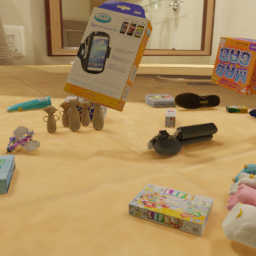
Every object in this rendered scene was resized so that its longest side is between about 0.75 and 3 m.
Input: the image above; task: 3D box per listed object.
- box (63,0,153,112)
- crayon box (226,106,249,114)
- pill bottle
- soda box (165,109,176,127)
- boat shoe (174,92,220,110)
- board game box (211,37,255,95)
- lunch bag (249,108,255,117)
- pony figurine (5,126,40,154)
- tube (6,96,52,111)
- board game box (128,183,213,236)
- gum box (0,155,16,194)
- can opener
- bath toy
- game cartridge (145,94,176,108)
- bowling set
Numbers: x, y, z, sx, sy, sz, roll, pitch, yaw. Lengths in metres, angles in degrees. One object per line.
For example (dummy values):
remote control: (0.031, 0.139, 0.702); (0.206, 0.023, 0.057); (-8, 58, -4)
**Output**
box: (-0.508, -2.124, 8.016); (1.763, 2.961, 0.614); (20, -3, 16)
crayon box: (5.147, -0.867, 13.072); (0.982, 0.253, 0.617); (2, 16, 6)
pill bottle: (-1.799, -0.898, 11.844); (1.675, 1.002, 1.002); (5, 17, 18)
soda box: (1.709, -0.406, 11.169); (0.406, 0.434, 1.274); (3, 16, 11)
boat shoe: (3.283, -1.262, 13.777); (2.319, 0.831, 0.883); (3, 0, -11)
board game box: (3.804, -1.991, 8.839); (1.476, 1.477, 1.476); (-7, 27, -30)
lunch bag: (6.277, -0.723, 11.702); (1.531, 0.956, 2.033); (-10, 10, -23)
pony figurine: (-3.123, 0.356, 8.294); (0.955, 0.824, 0.990); (-31, 17, 9)
tube: (-4.805, -1.117, 13.612); (2.088, 0.526, 0.808); (-13, 11, -21)
board game box: (0.803, 1.451, 5.185); (1.341, 0.230, 0.902); (8, 18, 26)
gum box: (-3.488, 1.064, 6.256); (1.663, 0.371, 1.413); (-4, 17, -14)
can opener: (1.701, 0.367, 8.488); (2.549, 0.671, 0.847); (-11, 55, -30)
bath toy: (2.255, 1.291, 4.860); (0.797, 0.938, 2.158); (38, 29, 12)
game cartridge: (1.663, -1.465, 14.914); (1.415, 0.435, 2.126); (-6, 17, -7)
bowling set: (-2.033, -0.616, 10.535); (2.224, 1.194, 1.548); (-4, 17, -14)
